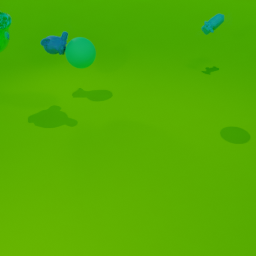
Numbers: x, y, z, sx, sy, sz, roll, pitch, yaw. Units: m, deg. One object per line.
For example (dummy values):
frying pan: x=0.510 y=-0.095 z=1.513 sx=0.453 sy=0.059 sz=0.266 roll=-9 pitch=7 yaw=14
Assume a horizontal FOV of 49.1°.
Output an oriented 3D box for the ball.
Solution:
ball: x=-1.496 y=-2.370 z=8.869 sx=0.958 sy=0.958 sz=0.958 roll=0 pitch=31 yaw=0

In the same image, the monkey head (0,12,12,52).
monkey head: x=-3.217 y=-2.377 z=6.262 sx=1.193 sy=1.424 sz=1.980 roll=19 pitch=-14 yaw=-34

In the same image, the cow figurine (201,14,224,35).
cow figurine: x=3.295 y=-4.018 z=10.783 sx=0.963 sy=0.529 sz=0.948 roll=-38 pitch=4 yaw=19

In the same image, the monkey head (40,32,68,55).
monkey head: x=-2.261 y=-2.694 z=8.753 sx=0.679 sy=0.810 sz=1.126 roll=23 pitch=16 yaw=0
